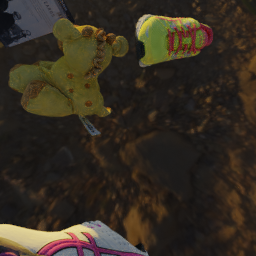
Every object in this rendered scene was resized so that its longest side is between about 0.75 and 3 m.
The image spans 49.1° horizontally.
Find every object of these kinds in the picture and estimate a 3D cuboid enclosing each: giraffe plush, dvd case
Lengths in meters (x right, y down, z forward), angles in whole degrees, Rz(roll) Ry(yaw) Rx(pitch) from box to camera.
[{"bbox_3d":[-1.100,-1.273,5.781,2.352,1.907,2.029,35,31,20],"label":"giraffe plush"},{"bbox_3d":[-2.690,-3.013,6.830,2.359,1.773,0.292,-7,43,27],"label":"dvd case"}]

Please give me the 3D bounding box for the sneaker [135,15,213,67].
[{"bbox_3d":[1.108,-2.017,6.245,1.219,1.055,2.700,12,30,31],"label":"sneaker"}]

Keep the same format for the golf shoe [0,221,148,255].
[{"bbox_3d":[-0.626,1.601,3.368,0.868,2.390,1.101,-42,31,23],"label":"golf shoe"}]
